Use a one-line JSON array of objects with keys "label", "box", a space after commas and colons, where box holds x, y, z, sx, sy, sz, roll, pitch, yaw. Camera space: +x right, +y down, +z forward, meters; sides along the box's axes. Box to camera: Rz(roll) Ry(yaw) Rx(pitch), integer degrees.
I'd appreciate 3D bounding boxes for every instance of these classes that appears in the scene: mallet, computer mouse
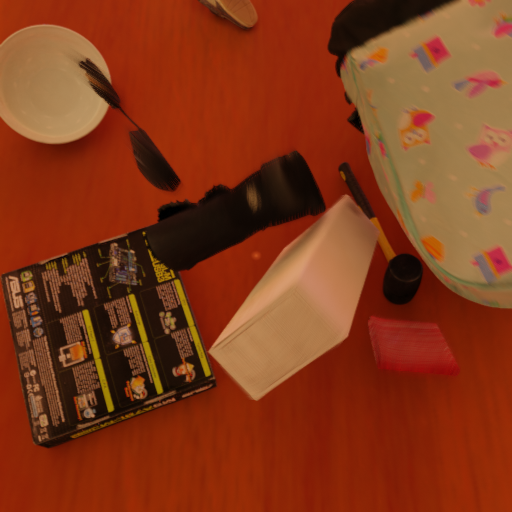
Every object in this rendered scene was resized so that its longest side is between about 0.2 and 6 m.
[{"label": "mallet", "box": [1.992, -0.415, 9.449, 0.564, 0.902, 2.740, -18, 53, -5]}, {"label": "computer mouse", "box": [-1.714, -1.644, 7.568, 0.411, 2.416, 0.708, -35, 50, -1]}]

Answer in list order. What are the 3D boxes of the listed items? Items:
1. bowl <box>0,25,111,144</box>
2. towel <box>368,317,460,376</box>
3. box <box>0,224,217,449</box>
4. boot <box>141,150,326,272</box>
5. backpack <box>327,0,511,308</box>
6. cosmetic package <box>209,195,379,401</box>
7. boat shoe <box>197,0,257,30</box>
[{"label": "bowl", "box": [-3.648, -2.990, 10.083, 2.022, 0.909, 2.022, -1, 96, -15]}, {"label": "towel", "box": [2.223, 1.264, 8.087, 1.100, 1.521, 0.171, 5, 108, 4]}, {"label": "box", "box": [-2.294, 1.130, 8.634, 2.696, 0.663, 2.791, -19, 67, -10]}, {"label": "boot", "box": [-0.245, -0.627, 7.961, 2.131, 2.536, 0.969, -23, 91, 19]}, {"label": "backpack", "box": [2.951, -1.534, 7.288, 3.700, 2.807, 4.434, -18, 85, 25]}, {"label": "cosmetic package", "box": [0.693, 0.347, 7.284, 1.401, 3.395, 0.860, -39, 95, 27]}, {"label": "boat shoe", "box": [-0.737, -5.208, 11.447, 1.730, 0.561, 0.622, 37, 61, -5]}]
